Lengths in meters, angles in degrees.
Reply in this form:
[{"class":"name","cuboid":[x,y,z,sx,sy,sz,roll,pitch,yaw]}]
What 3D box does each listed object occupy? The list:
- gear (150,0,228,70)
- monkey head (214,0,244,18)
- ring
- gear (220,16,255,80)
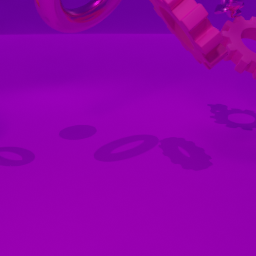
[{"class":"gear","cuboid":[0.818,-1.554,4.092,0.289,1.564,1.564,-40,17,12]},{"class":"monkey head","cuboid":[2.532,-3.217,7.112,0.821,1.141,0.688,11,-19,41]},{"class":"ring","cuboid":[-0.533,-2.082,3.891,0.350,1.752,1.752,48,37,12]},{"class":"gear","cuboid":[3.118,-1.969,6.805,1.857,0.343,1.857,5,58,-8]}]
